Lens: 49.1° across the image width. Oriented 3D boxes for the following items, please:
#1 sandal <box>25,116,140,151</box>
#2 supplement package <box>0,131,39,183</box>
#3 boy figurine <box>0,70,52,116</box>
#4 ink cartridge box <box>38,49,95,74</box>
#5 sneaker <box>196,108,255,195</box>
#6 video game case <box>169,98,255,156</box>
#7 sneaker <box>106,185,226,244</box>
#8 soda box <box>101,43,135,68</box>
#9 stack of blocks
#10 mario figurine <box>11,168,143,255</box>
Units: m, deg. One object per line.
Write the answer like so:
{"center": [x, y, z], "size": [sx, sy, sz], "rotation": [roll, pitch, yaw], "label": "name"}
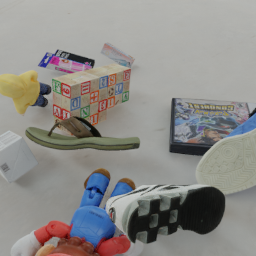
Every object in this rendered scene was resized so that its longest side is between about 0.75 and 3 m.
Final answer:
{"center": [-0.903, 0.093, 5.756], "size": [2.330, 0.665, 0.925], "rotation": [3, 3, 4], "label": "sandal"}
{"center": [-2.528, 0.588, 5.975], "size": [0.704, 0.709, 0.935], "rotation": [-37, 29, -28], "label": "supplement package"}
{"center": [-2.798, -0.959, 7.607], "size": [0.671, 1.295, 2.084], "rotation": [17, 4, 8], "label": "boy figurine"}
{"center": [-2.258, -2.401, 10.329], "size": [1.905, 0.353, 0.902], "rotation": [14, 50, 1], "label": "ink cartridge box"}
{"center": [2.784, 0.312, 6.065], "size": [1.140, 2.969, 1.652], "rotation": [48, 9, 16], "label": "sneaker"}
{"center": [2.428, -0.064, 7.514], "size": [2.562, 0.327, 2.315], "rotation": [5, 36, 7], "label": "video game case"}
{"center": [0.668, 1.252, 4.629], "size": [2.240, 0.830, 0.991], "rotation": [9, 1, -34], "label": "sneaker"}
{"center": [-0.396, -2.797, 10.842], "size": [1.283, 0.439, 0.408], "rotation": [31, 26, 2], "label": "soda box"}
{"center": [-0.930, -0.877, 7.745], "size": [0.687, 1.351, 2.346], "rotation": [24, 34, 31], "label": "stack of blocks"}
{"center": [-0.731, 1.845, 4.423], "size": [1.529, 1.313, 2.478], "rotation": [-10, 27, 29], "label": "mario figurine"}
